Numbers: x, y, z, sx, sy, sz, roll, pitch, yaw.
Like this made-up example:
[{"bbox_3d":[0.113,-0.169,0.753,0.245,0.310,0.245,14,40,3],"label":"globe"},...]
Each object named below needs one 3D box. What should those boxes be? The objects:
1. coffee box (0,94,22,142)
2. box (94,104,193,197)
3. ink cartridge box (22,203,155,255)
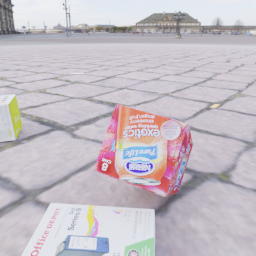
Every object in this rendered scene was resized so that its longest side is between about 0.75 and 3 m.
[{"bbox_3d":[-3.558,-0.264,7.629,1.021,1.032,1.031,-6,22,-9],"label":"coffee box"},{"bbox_3d":[0.387,0.437,4.434,1.020,0.977,2.046,17,-6,17],"label":"box"},{"bbox_3d":[-0.409,1.520,3.428,1.465,0.641,1.064,1,22,7],"label":"ink cartridge box"}]
